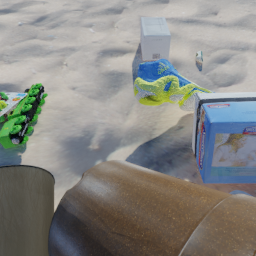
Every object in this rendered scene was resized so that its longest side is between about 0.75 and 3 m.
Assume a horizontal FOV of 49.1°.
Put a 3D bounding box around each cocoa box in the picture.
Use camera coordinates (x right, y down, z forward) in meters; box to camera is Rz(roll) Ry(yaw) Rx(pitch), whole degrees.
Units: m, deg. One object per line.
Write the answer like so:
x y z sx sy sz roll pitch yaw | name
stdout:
2.951 0.191 6.667 2.531 1.688 1.661 -1 29 3 | cocoa box

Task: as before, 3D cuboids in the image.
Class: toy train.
-3.189 -0.474 8.617 0.819 0.606 2.903 -14 37 10 | toy train

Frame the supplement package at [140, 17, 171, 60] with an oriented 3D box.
1.129 -3.867 12.007 1.128 1.086 1.983 -1 42 -1 | supplement package

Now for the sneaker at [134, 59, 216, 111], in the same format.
1.536 -1.408 8.578 2.897 1.097 1.522 5 69 -25 | sneaker

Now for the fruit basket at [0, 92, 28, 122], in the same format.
-4.240 -0.768 8.718 1.557 0.788 1.681 4 40 16 | fruit basket

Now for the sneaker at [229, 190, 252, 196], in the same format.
2.394 2.405 5.091 1.202 1.033 2.838 -11 44 -15 | sneaker

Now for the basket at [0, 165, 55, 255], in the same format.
-2.197 2.162 4.994 2.225 1.678 2.468 -14 48 -16 | basket

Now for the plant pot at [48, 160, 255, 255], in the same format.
0.537 1.987 4.170 2.958 2.988 2.988 17 42 42 | plant pot

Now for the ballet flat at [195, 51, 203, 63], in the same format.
2.950 -2.931 11.617 0.316 0.316 0.910 6 38 7 | ballet flat
